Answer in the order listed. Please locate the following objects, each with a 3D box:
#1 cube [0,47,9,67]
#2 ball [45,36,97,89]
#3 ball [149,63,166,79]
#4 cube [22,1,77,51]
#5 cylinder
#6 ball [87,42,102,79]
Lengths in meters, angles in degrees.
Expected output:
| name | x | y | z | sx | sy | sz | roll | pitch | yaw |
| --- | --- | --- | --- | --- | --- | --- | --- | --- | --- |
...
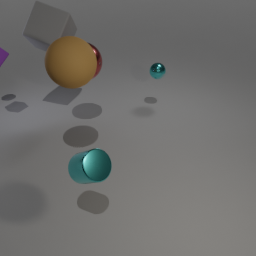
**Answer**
| name | x | y | z | sx | sy | sz | roll | pitch | yaw |
| --- | --- | --- | --- | --- | --- | --- | --- | --- | --- |
| cube | -4.982 | -2.672 | 10.441 | 0.700 | 0.700 | 0.700 | 13 | 70 | 58 |
| ball | -1.558 | -1.785 | 7.674 | 1.400 | 1.400 | 1.400 | 0 | 32 | 0 |
| ball | 1.269 | -2.443 | 12.008 | 0.700 | 0.700 | 0.700 | 0 | 32 | 0 |
| cube | -2.998 | -3.787 | 10.944 | 1.400 | 1.400 | 1.400 | 21 | -3 | 2 |
| cylinder | -0.821 | 0.830 | 6.001 | 0.700 | 0.700 | 0.700 | -30 | 7 | -39 |
| ball | -1.636 | -2.415 | 10.208 | 1.400 | 1.400 | 1.400 | 0 | 32 | 0 |
